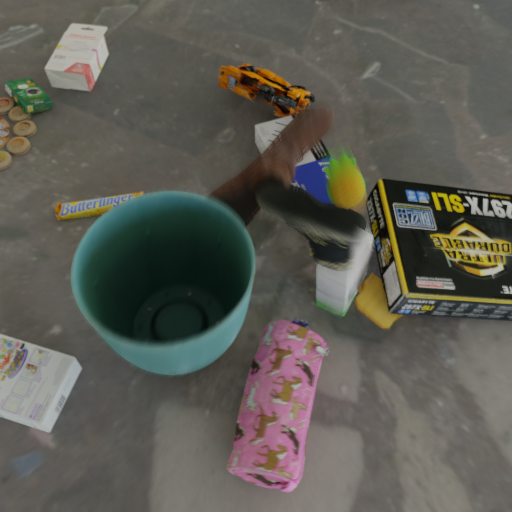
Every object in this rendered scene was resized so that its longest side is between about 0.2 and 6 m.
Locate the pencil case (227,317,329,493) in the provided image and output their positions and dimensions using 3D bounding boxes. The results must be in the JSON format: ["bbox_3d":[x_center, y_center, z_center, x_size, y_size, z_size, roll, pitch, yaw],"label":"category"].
[{"bbox_3d":[0.365,2.251,8.587,1.050,1.097,2.536,30,57,-20],"label":"pencil case"}]

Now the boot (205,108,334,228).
[{"bbox_3d":[0.187,-1.620,10.061,0.790,2.291,2.459,49,46,-22],"label":"boot"}]

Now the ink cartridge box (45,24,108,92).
[{"bbox_3d":[-4.187,-4.749,13.342,1.000,0.579,1.717,9,59,6],"label":"ink cartridge box"}]

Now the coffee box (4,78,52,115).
[{"bbox_3d":[-5.180,-3.643,12.743,0.656,0.235,1.068,-27,60,-36],"label":"coffee box"}]

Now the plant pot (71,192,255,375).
[{"bbox_3d":[-1.331,0.656,8.946,2.652,2.128,2.652,0,58,0],"label":"plant pot"}]

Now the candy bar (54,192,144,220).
[{"bbox_3d":[-3.116,-0.988,11.158,1.779,0.197,0.444,-8,57,-6],"label":"candy bar"}]

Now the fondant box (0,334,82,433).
[{"bbox_3d":[-3.832,2.021,9.060,1.599,0.466,1.154,15,59,8],"label":"fondant box"}]

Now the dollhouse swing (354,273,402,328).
[{"bbox_3d":[2.048,0.870,9.603,0.836,0.760,0.735,40,71,8],"label":"dollhouse swing"}]

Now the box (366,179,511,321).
[{"bbox_3d":[3.600,-0.100,9.891,3.019,0.745,2.410,5,54,-13],"label":"box"}]

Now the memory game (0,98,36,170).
[{"bbox_3d":[-6.050,-2.654,12.247,2.446,0.156,2.446,0,57,0],"label":"memory game"}]

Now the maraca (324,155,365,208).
[{"bbox_3d":[1.511,-1.253,9.582,0.659,0.961,0.514,-21,27,1],"label":"maraca"}]

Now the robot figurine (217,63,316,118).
[{"bbox_3d":[0.274,-3.679,12.473,2.119,0.617,1.536,32,34,19],"label":"robot figurine"}]

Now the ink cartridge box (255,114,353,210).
[{"bbox_3d":[0.937,-1.804,11.461,1.183,0.556,2.516,-17,59,-9],"label":"ink cartridge box"}]

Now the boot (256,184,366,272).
[{"bbox_3d":[0.793,-0.375,8.457,1.663,1.256,0.600,21,66,15],"label":"boot"}]

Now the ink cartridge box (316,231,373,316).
[{"bbox_3d":[1.483,0.258,9.573,0.591,1.401,1.023,25,67,17],"label":"ink cartridge box"}]
